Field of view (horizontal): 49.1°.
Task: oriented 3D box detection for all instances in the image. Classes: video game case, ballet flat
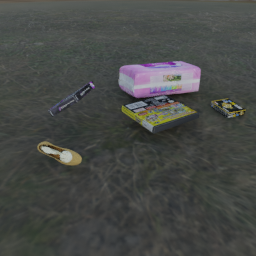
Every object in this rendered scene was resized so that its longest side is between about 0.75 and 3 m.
[{"bbox_3d":[0.960,-0.486,8.440,1.774,0.226,1.603,-17,35,-30],"label":"video game case"},{"bbox_3d":[-1.651,0.630,6.657,1.097,0.377,0.346,18,-1,4],"label":"ballet flat"}]

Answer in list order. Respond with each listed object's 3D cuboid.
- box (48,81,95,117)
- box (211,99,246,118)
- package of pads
[{"bbox_3d":[-1.573,-0.842,7.998,0.969,0.245,1.355,-26,14,26],"label":"box"},{"bbox_3d":[3.374,-0.678,9.465,0.726,0.224,0.909,-9,33,-19],"label":"box"},{"bbox_3d":[1.153,-1.867,10.590,2.737,1.036,1.649,-9,26,-19],"label":"package of pads"}]
